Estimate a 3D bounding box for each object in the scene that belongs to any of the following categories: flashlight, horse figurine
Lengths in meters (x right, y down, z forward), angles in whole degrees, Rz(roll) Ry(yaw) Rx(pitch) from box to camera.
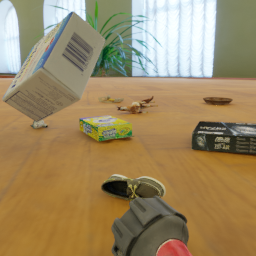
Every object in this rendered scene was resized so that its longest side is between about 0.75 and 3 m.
[{"bbox_3d":[0.607,1.135,1.850,0.776,0.778,2.291,-4,14,-22],"label":"flashlight"},{"bbox_3d":[0.481,-0.895,11.517,1.223,0.461,1.845,0,19,26],"label":"horse figurine"}]

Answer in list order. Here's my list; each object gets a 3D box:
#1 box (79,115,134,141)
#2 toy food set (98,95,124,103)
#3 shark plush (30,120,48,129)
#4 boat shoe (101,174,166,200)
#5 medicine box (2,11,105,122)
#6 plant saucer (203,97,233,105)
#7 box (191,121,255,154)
[{"bbox_3d":[-0.614,-0.004,7.772,1.022,0.421,1.742,-7,16,-27],"label":"box"},{"bbox_3d":[-0.891,-1.547,14.800,1.124,0.339,0.806,8,15,33],"label":"toy food set"},{"bbox_3d":[-2.921,-0.188,8.835,0.411,0.449,0.988,-39,33,-19],"label":"shark plush"},{"bbox_3d":[0.055,0.877,4.008,0.978,0.350,0.292,1,11,34],"label":"boat shoe"},{"bbox_3d":[-1.803,-1.405,6.803,2.095,1.908,1.078,-18,-44,43],"label":"medicine box"},{"bbox_3d":[4.520,-1.354,14.123,1.459,0.267,1.459,-1,12,0],"label":"plant saucer"},{"bbox_3d":[2.564,0.202,6.731,1.867,0.406,1.496,3,13,21],"label":"box"}]
